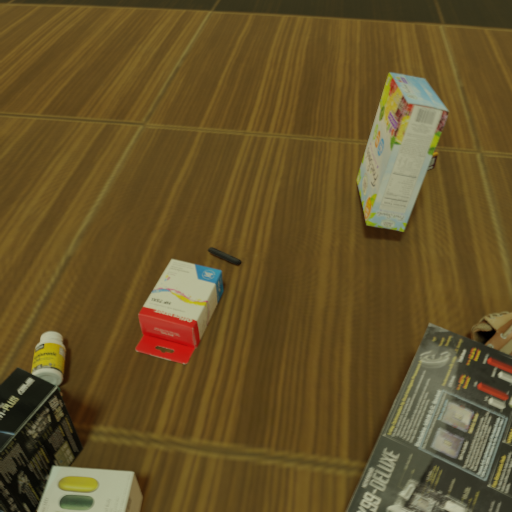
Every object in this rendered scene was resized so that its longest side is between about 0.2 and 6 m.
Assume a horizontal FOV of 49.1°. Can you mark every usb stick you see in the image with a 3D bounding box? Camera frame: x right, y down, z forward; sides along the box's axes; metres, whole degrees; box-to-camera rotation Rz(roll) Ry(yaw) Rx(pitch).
[{"bbox_3d":[-0.625,0.002,11.048,0.712,0.116,0.197,24,7,19],"label":"usb stick"}]

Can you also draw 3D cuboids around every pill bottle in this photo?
[{"bbox_3d":[-3.362,1.674,9.104,0.482,0.482,0.866,-7,42,-7],"label":"pill bottle"}]

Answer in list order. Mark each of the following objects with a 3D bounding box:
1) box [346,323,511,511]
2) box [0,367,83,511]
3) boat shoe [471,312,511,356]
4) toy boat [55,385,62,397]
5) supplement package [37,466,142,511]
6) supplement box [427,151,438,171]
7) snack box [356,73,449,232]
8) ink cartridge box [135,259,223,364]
[{"bbox_3d":[2.814,2.680,7.273,2.369,0.748,3.004,21,65,22],"label":"box"},{"bbox_3d":[-3.124,2.540,7.360,0.707,1.642,1.344,19,47,19],"label":"box"},{"bbox_3d":[4.021,1.320,9.002,0.990,1.044,2.758,36,52,18],"label":"boat shoe"},{"bbox_3d":[-3.657,2.104,8.390,1.281,1.076,0.595,-11,79,18],"label":"toy boat"},{"bbox_3d":[-2.124,3.288,7.187,1.070,0.806,0.812,3,44,3],"label":"supplement package"},{"bbox_3d":[3.738,-2.447,13.419,0.580,0.450,1.051,-22,48,-22],"label":"supplement box"},{"bbox_3d":[2.816,-2.108,11.260,0.858,2.536,2.139,9,32,-2],"label":"snack box"},{"bbox_3d":[-1.343,0.938,9.788,1.020,0.590,1.755,12,46,12],"label":"ink cartridge box"}]
